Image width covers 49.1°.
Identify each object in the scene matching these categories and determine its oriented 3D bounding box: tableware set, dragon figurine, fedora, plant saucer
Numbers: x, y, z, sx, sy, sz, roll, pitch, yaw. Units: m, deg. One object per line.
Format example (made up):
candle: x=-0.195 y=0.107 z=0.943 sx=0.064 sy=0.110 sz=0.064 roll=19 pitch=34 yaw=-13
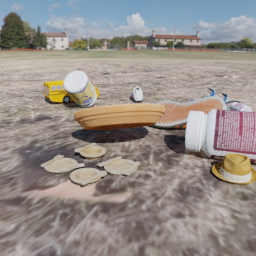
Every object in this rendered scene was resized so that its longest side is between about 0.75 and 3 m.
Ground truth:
tableware set: x=-0.942 y=0.896 z=7.059 sx=2.197 sy=0.255 sz=1.835 roll=16 pitch=24 yaw=40
dragon figurine: x=3.898 y=-1.092 z=12.572 sx=2.389 sy=1.188 sz=0.703 roll=19 pitch=15 yaw=-5
fedora: x=2.578 y=0.904 z=6.673 sx=1.164 sy=0.475 sz=1.164 roll=0 pitch=18 yaw=0
plant saucer: x=-0.236 y=-0.277 z=8.432 sx=2.735 sy=0.512 sz=2.735 roll=-5 pitch=-4 yaw=0

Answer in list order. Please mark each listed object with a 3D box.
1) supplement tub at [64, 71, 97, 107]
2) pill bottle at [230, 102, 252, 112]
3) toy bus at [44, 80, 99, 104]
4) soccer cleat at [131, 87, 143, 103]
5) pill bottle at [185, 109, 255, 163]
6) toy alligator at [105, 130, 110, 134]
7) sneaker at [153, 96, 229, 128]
supplement tub: x=-2.140 y=-1.742 z=12.844 sx=1.126 sy=1.126 sz=1.549 roll=6 pitch=-24 yaw=19
pill bottle: x=4.732 y=-0.758 z=11.808 sx=0.537 sy=0.537 sz=0.948 roll=-2 pitch=18 yaw=-7
toy bus: x=-2.894 y=-1.948 z=14.635 sx=2.781 sy=1.089 sz=0.905 roll=-12 pitch=21 yaw=-33
soccer cleat: x=0.512 y=-1.871 z=14.968 sx=0.610 sy=0.753 sz=1.745 roll=-2 pitch=17 yaw=-6
pill bottle: x=2.778 y=0.187 z=7.481 sx=2.333 sy=1.332 sz=1.332 roll=6 pitch=19 yaw=17
toy alligator: x=-0.790 y=-0.061 z=10.101 sx=0.329 sy=0.239 sz=0.993 roll=-6 pitch=18 yaw=-15
sneaker: x=2.099 y=-0.378 z=10.093 sx=2.951 sy=1.053 sz=1.179 roll=-3 pitch=-22 yaw=30
